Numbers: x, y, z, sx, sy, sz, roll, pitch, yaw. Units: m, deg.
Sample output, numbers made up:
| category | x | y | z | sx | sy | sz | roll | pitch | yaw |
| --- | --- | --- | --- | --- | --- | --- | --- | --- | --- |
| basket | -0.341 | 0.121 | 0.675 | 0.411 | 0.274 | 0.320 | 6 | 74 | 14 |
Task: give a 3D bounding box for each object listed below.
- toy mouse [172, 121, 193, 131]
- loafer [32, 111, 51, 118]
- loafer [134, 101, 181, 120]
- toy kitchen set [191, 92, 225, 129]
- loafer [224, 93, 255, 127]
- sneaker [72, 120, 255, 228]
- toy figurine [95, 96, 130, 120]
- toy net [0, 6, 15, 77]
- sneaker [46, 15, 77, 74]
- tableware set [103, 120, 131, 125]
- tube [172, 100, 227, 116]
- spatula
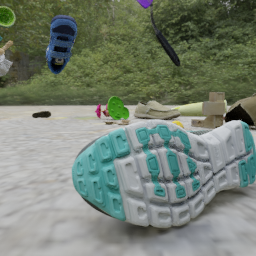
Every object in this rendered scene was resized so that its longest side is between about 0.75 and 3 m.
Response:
| category | x | y | z | sx | sy | sz | roll | pitch | yaw |
| --- | --- | --- | --- | --- | --- | --- | --- | --- | --- |
| toy mouse | 0.661 | -0.043 | 6.695 | 1.285 | 0.280 | 1.446 | 4 | 7 | 36 |
| loafer | -3.847 | -0.611 | 12.435 | 0.862 | 0.328 | 0.291 | -4 | 12 | -33 |
| loafer | 1.123 | -0.744 | 11.512 | 2.213 | 0.755 | 0.837 | 4 | 7 | 39 |
| toy kitchen set | 2.082 | -0.502 | 7.802 | 0.796 | 0.976 | 0.881 | -2 | 6 | -32 |
| loafer | 3.457 | -0.473 | 7.066 | 0.862 | 0.972 | 2.556 | -33 | -2 | -25 |
| sneaker | 0.276 | 0.310 | 2.110 | 1.691 | 0.656 | 0.771 | 1 | -11 | -41 |
| toy figurine | -0.753 | -0.671 | 11.387 | 1.146 | 0.935 | 1.245 | -7 | -23 | 42 |
| toy net | -3.168 | -2.071 | 6.678 | 0.855 | 1.630 | 0.315 | 0 | 2 | -31 |
| sneaker | -2.542 | -3.104 | 10.690 | 1.001 | 1.114 | 2.708 | 5 | -26 | -20 |
| tableware set | -0.331 | -0.188 | 9.094 | 0.834 | 0.116 | 0.999 | 1 | 6 | 8 |
| tube | 3.266 | -0.901 | 13.698 | 2.962 | 0.769 | 0.860 | -3 | -34 | 16 |
| spatula | 0.803 | -2.950 | 7.965 | 0.300 | 2.917 | 0.824 | -10 | 38 | 37 |
